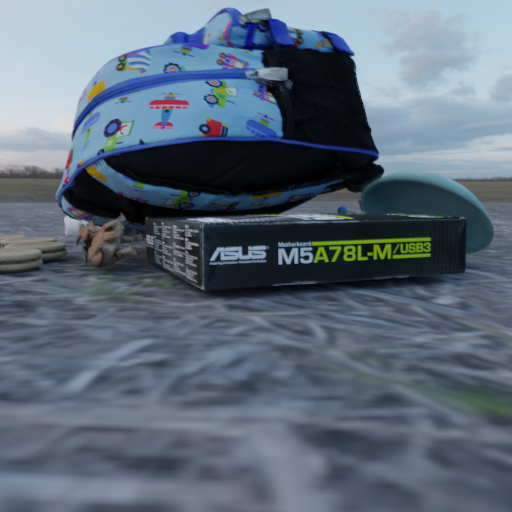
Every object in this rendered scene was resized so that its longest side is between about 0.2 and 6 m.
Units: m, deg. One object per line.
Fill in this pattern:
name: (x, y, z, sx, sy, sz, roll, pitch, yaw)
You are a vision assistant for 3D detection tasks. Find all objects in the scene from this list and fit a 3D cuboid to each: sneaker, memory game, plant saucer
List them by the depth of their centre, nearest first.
plant saucer: (2.225, -0.599, 7.275, 1.725, 0.310, 1.725, 24, -20, 9)
memory game: (-4.572, 0.005, 7.286, 4.062, 0.259, 4.062, 0, 7, 0)
sneaker: (-2.808, -0.861, 11.409, 1.259, 1.077, 2.891, -2, 6, 13)

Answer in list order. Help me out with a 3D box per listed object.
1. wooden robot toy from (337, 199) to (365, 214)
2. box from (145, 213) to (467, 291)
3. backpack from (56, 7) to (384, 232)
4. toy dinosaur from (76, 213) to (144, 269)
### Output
wooden robot toy: (2.121, -0.526, 9.257, 2.225, 1.009, 0.980, -33, 28, -27)
box: (0.355, -0.170, 6.731, 2.930, 0.721, 3.034, 0, 5, -20)
backpack: (-0.862, -1.863, 8.618, 4.255, 2.862, 3.884, -5, -9, -34)
toy dinosaur: (-1.878, -0.096, 6.870, 0.821, 0.520, 1.211, -28, 23, 5)
